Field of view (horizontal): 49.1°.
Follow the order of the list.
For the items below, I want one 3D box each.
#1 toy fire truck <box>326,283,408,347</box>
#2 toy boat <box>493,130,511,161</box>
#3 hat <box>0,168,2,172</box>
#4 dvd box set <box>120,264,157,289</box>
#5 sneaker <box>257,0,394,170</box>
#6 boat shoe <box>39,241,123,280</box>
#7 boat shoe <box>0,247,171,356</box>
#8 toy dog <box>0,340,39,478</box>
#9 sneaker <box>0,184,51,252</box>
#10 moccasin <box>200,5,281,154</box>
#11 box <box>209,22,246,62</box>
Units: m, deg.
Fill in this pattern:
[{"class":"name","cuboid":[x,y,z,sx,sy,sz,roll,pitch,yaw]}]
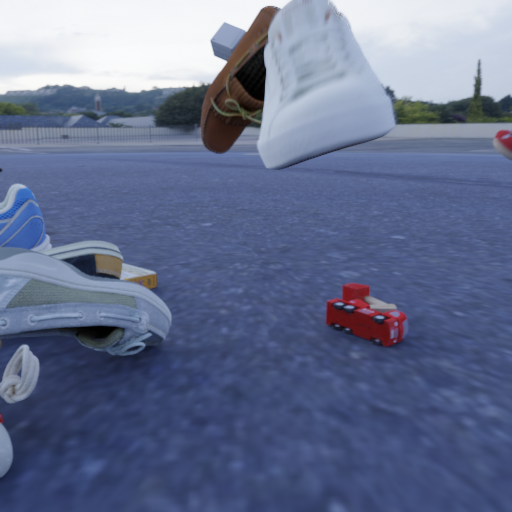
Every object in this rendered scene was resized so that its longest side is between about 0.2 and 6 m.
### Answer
[{"class":"toy fire truck","cuboid":[1.187,0.594,5.889,0.819,0.283,1.161,-10,16,-38]},{"class":"toy boat","cuboid":[4.799,-2.126,9.868,1.138,0.744,0.742,-13,48,-17]},{"class":"hat","cuboid":[-5.469,-0.547,8.818,3.107,1.253,3.107,-11,16,3]},{"class":"dvd box set","cuboid":[-2.211,0.357,7.053,1.145,0.230,1.565,10,16,39]},{"class":"sneaker","cuboid":[0.443,-1.686,5.201,1.162,1.351,3.192,-17,19,9]},{"class":"boat shoe","cuboid":[-2.340,0.424,5.604,2.176,0.677,0.812,-13,-16,11]},{"class":"boat shoe","cuboid":[-1.433,0.521,4.560,0.766,0.667,2.079,-11,-22,21]},{"class":"toy dog","cuboid":[-1.986,0.901,3.613,0.632,0.865,1.312,19,-11,-38]},{"class":"sneaker","cuboid":[-4.404,-0.221,7.279,3.279,1.263,1.241,-10,18,-34]},{"class":"moccasin","cuboid":[-0.143,-3.433,11.617,1.204,3.292,1.271,20,35,-34]},{"class":"box","cuboid":[-0.577,-4.577,12.060,0.598,0.595,0.513,28,-17,17]}]
